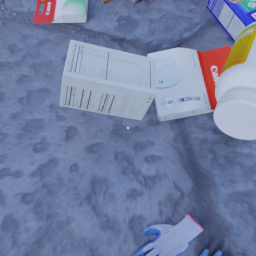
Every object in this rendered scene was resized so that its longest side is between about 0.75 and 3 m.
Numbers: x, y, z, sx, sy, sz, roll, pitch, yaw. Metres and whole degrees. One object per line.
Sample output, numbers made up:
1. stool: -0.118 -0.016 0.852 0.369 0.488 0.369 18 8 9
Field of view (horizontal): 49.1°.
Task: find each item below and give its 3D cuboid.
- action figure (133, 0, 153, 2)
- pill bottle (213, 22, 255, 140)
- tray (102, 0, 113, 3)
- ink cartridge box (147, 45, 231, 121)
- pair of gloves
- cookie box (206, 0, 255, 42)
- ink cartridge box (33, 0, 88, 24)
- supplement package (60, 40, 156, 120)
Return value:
1. action figure: 0.439 -5.462 10.964 1.062 1.181 1.586 -43 88 14
2. pill bottle: 2.946 -1.119 6.471 1.550 1.550 2.792 25 58 12
3. tray: -0.965 -5.299 11.085 0.420 0.158 0.851 -26 67 -13
4. ink cartridge box: 2.039 -1.482 8.481 2.637 0.623 2.111 -11 71 9
5. pair of gloves: 1.326 3.209 6.648 1.896 0.269 2.359 -34 65 -14
6. cookie box: 4.500 -4.196 10.060 2.200 0.966 2.572 -21 66 -12
7. ink cartridge box: -2.545 -4.705 10.616 2.030 0.508 1.633 0 63 -2
8. supplement package: -0.384 -0.869 5.287 1.629 0.892 0.927 10 56 -11
